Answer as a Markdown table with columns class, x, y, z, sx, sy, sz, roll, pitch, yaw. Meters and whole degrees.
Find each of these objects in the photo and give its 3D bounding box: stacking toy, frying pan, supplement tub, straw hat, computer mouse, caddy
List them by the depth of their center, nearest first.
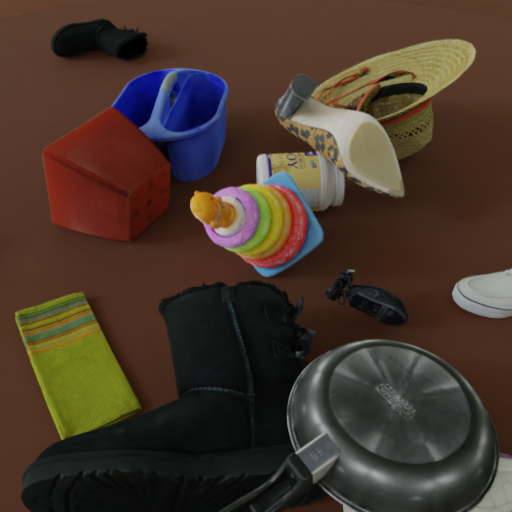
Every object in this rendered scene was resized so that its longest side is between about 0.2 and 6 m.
| class | x | y | z | sx | sy | sz | roll | pitch | yaw |
| --- | --- | --- | --- | --- | --- | --- | --- | --- | --- |
| frying pan | 0.755 | 1.790 | 5.915 | 3.774 | 0.614 | 2.283 | -5 | 40 | -12 |
| stacking toy | -0.209 | -0.534 | 8.247 | 2.513 | 1.379 | 1.458 | 6 | 53 | -63 |
| computer mouse | 1.705 | 0.609 | 8.300 | 1.232 | 0.853 | 0.325 | 27 | 59 | 3 |
| supplement tub | 0.791 | -1.352 | 10.346 | 1.512 | 1.100 | 1.100 | -4 | 41 | -3 |
| straw hat | 2.770 | -2.869 | 11.570 | 3.781 | 1.600 | 3.781 | -21 | 30 | 13 |
| caddy | -1.758 | -2.949 | 11.756 | 2.241 | 1.664 | 3.170 | 4 | 41 | 5 |

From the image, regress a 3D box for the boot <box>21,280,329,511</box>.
| class | x | y | z | sx | sy | sz | roll | pitch | yaw |
| --- | --- | --- | --- | --- | --- | --- | --- | --- | --- |
| boot | -0.811 | 1.583 | 6.833 | 3.498 | 1.294 | 2.866 | 0 | 43 | -11 |

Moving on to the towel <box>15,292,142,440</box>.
| class | x | y | z | sx | sy | sz | roll | pitch | yaw |
| --- | --- | --- | --- | --- | --- | --- | --- | --- | --- |
| towel | -2.550 | 1.433 | 7.818 | 1.057 | 0.222 | 2.457 | -22 | 46 | -22 |

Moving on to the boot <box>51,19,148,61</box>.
| class | x | y | z | sx | sy | sz | roll | pitch | yaw |
| --- | --- | --- | --- | --- | --- | --- | --- | --- | --- |
| boot | -4.403 | -6.064 | 16.032 | 1.873 | 0.846 | 2.285 | 32 | 50 | 26 |

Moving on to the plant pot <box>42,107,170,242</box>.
| class | x | y | z | sx | sy | sz | roll | pitch | yaw |
| --- | --- | --- | --- | --- | --- | --- | --- | --- | --- |
| plant pot | -2.485 | -1.268 | 9.906 | 1.529 | 1.734 | 1.735 | 30 | 50 | 14 |

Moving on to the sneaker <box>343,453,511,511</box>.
| class | x | y | z | sx | sy | sz | roll | pitch | yaw |
| --- | --- | --- | --- | --- | --- | --- | --- | --- | --- |
| sneaker | 2.079 | 2.747 | 6.022 | 2.392 | 0.896 | 1.191 | -1 | 60 | -2 |

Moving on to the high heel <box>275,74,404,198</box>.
| class | x | y | z | sx | sy | sz | roll | pitch | yaw |
| --- | --- | --- | --- | --- | --- | --- | --- | --- | --- |
| high heel | 1.496 | -2.014 | 10.165 | 0.982 | 1.960 | 2.750 | -45 | 95 | -4 |

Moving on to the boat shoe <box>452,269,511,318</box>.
| class | x | y | z | sx | sy | sz | roll | pitch | yaw |
| --- | --- | --- | --- | --- | --- | --- | --- | --- | --- |
| boat shoe | 4.195 | 0.452 | 8.538 | 2.267 | 0.745 | 0.816 | 3 | 41 | 3 |
